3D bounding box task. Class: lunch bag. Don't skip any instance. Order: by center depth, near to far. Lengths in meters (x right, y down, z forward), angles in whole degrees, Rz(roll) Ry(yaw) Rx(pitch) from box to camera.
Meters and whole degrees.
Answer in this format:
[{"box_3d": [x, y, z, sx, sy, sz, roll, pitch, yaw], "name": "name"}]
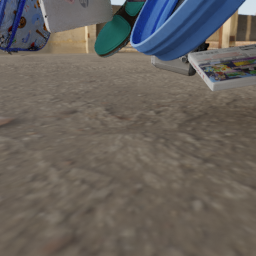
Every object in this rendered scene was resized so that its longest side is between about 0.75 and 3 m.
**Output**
[{"box_3d": [-2.961, -3.429, 7.860, 1.051, 2.781, 2.228, 33, 22, 14], "name": "lunch bag"}]

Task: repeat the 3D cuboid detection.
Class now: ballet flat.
[{"box_3d": [0.133, -3.340, 8.730, 1.110, 2.989, 1.110, 34, 30, -22], "name": "ballet flat"}]

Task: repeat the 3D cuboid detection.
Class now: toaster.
[{"box_3d": [1.541, -2.366, 8.151, 1.354, 1.192, 2.097, 16, 37, 19], "name": "toaster"}]

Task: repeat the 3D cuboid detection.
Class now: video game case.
[{"box_3d": [2.379, -1.350, 5.987, 1.780, 0.205, 1.622, -9, 36, -2], "name": "video game case"}]

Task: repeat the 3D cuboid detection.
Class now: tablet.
[{"box_3d": [-1.277, -3.606, 7.137, 0.205, 1.949, 2.996, 1, 25, 29], "name": "tablet"}]

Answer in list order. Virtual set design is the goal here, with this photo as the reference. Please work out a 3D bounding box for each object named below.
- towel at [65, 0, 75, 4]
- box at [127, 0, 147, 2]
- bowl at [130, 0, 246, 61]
[{"box_3d": [-1.124, -2.149, 3.910, 0.824, 0.139, 0.863, 32, 24, -39], "name": "towel"}, {"box_3d": [0.647, -3.419, 5.964, 1.292, 0.796, 1.282, -11, -12, -21], "name": "box"}, {"box_3d": [1.105, -2.289, 3.996, 0.585, 2.979, 2.979, 30, 10, -18], "name": "bowl"}]
